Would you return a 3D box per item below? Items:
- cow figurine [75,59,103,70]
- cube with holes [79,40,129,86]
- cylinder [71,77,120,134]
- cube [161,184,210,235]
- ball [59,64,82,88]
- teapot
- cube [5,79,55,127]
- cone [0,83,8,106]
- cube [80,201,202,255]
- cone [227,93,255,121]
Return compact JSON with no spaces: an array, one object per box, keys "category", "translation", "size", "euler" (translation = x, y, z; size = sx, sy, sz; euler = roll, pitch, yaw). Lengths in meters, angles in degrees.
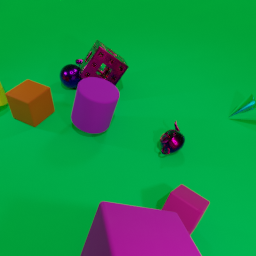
[{"category":"cow figurine","translation":[-1.564,-2.488,11.198],"size":[1.074,0.599,1.092],"euler":[0,10,-10]},{"category":"cube with holes","translation":[-0.881,-2.140,9.803],"size":[1.195,1.195,1.195],"euler":[31,18,-23]},{"category":"cylinder","translation":[-0.984,-0.666,8.274],"size":[1.214,1.214,1.214],"euler":[13,40,-11]},{"category":"cube","translation":[1.174,1.748,5.917],"size":[0.723,0.723,0.723],"euler":[31,17,23]},{"category":"ball","translation":[-2.088,-1.927,10.407],"size":[0.894,0.894,0.894],"euler":[0,40,0]},{"category":"teapot","translation":[1.220,0.308,7.844],"size":[0.721,0.568,1.160],"euler":[-11,37,47]},{"category":"cube","translation":[-3.098,-0.806,8.963],"size":[0.976,0.976,0.976],"euler":[21,46,21]},{"category":"cone","translation":[-4.675,-1.655,9.232],"size":[1.487,1.492,1.487],"euler":[13,19,-4]},{"category":"cube","translation":[0.128,2.123,4.088],"size":[1.385,1.385,1.385],"euler":[14,18,-19]},{"category":"cone","translation":[3.648,-0.490,8.968],"size":[0.970,0.966,0.966],"euler":[-23,35,22]}]
